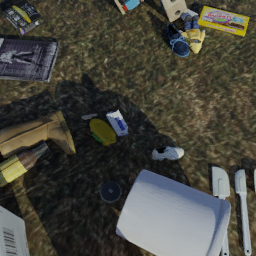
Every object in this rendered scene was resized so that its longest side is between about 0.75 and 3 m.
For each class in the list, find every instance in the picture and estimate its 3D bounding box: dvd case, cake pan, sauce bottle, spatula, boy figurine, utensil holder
[{"bbox_3d":[-4.504,-2.920,11.959,2.798,0.223,2.081,5,63,3],"label":"dvd case"},{"bbox_3d":[-0.575,2.132,9.368,0.763,0.140,0.763,0,62,0],"label":"cake pan"},{"bbox_3d":[-3.693,1.231,9.530,2.176,0.704,0.704,-32,67,-16],"label":"sauce bottle"},{"bbox_3d":[3.810,2.673,9.041,2.030,0.234,2.919,4,62,1],"label":"spatula"},{"bbox_3d":[2.835,-4.133,12.392,1.178,0.610,1.894,3,60,-2],"label":"boy figurine"},{"bbox_3d":[1.237,2.599,7.981,2.595,2.205,2.205,22,65,12],"label":"utensil holder"}]

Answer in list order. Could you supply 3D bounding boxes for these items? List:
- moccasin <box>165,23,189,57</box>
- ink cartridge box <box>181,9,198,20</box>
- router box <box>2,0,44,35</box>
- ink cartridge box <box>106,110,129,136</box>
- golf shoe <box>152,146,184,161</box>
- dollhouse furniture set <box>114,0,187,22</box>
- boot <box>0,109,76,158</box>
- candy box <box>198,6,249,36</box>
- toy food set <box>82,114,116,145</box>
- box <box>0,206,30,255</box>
[{"bbox_3d":[2.039,-3.841,12.167,0.720,0.610,1.788,-30,61,2],"label":"moccasin"},{"bbox_3d":[2.795,-5.302,13.239,0.829,0.208,0.668,34,68,21],"label":"ink cartridge box"},{"bbox_3d":[-4.859,-5.160,13.025,1.210,0.402,1.539,-38,69,-18],"label":"router box"},{"bbox_3d":[-0.349,-0.168,10.054,0.485,0.976,0.191,-13,26,31],"label":"ink cartridge box"},{"bbox_3d":[1.427,0.839,9.756,1.163,0.565,0.455,-8,55,-9],"label":"golf shoe"},{"bbox_3d":[0.993,-5.717,12.809,2.623,1.838,1.849,-30,65,12],"label":"dollhouse furniture set"},{"bbox_3d":[-3.222,0.512,9.893,2.401,0.794,2.103,-23,52,-13],"label":"boot"},{"bbox_3d":[4.427,-4.991,13.008,2.181,0.288,1.115,18,60,9],"label":"candy box"},{"bbox_3d":[-1.069,0.137,10.230,1.442,0.471,0.848,46,35,12],"label":"toy food set"},{"bbox_3d":[-3.865,3.745,7.101,2.275,2.655,2.642,-17,64,-12],"label":"box"}]
